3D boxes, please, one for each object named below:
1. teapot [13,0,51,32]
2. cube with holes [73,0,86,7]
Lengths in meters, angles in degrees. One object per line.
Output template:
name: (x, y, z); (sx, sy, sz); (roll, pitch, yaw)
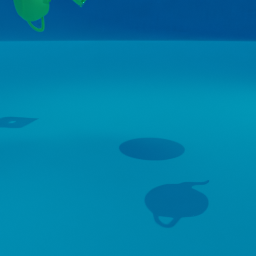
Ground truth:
teapot: (-2.120, -2.970, 6.274); (0.767, 1.566, 0.974); (-17, 31, -30)
cube with holes: (-1.268, -3.481, 6.385); (0.833, 0.833, 0.833); (40, 12, 2)
